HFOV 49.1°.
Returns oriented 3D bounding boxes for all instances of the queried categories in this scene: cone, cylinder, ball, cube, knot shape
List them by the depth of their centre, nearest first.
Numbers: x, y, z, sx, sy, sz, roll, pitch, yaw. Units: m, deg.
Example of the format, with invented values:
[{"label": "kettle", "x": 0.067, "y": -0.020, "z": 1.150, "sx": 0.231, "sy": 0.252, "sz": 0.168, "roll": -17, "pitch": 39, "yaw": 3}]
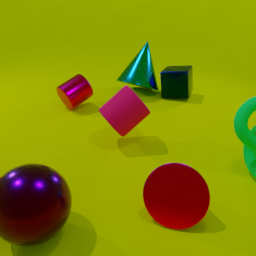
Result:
[{"label": "ball", "x": -1.551, "y": 1.209, "z": 4.496, "sx": 1.277, "sy": 1.277, "sz": 1.277, "roll": 0, "pitch": 28, "yaw": 0}, {"label": "cone", "x": 0.963, "y": 1.166, "z": 5.353, "sx": 1.148, "sy": 1.148, "sz": 1.153, "roll": 8, "pitch": 3, "yaw": 15}, {"label": "knot shape", "x": 3.017, "y": 0.233, "z": 5.520, "sx": 1.625, "sy": 1.737, "sz": 0.802, "roll": 6, "pitch": 25, "yaw": 40}, {"label": "cylinder", "x": -0.083, "y": -0.419, "z": 7.001, "sx": 0.937, "sy": 0.937, "sz": 0.937, "roll": -42, "pitch": 34, "yaw": 2}, {"label": "cylinder", "x": -1.733, "y": -1.183, "z": 9.145, "sx": 0.870, "sy": 0.870, "sz": 0.870, "roll": -39, "pitch": 43, "yaw": -23}, {"label": "cube", "x": 1.765, "y": -1.663, "z": 10.066, "sx": 0.965, "sy": 0.965, "sz": 0.965, "roll": 3, "pitch": 25, "yaw": 22}, {"label": "cone", "x": 0.533, "y": -2.361, "z": 10.283, "sx": 1.621, "sy": 1.627, "sz": 1.621, "roll": 13, "pitch": 8, "yaw": -2}]
